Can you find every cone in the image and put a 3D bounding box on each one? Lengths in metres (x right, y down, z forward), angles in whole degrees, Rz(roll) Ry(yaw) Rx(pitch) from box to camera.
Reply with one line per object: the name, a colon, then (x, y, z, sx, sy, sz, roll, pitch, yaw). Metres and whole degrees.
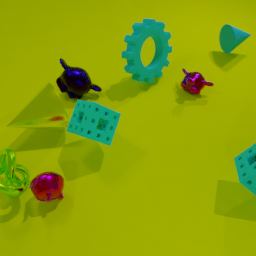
cone: (-2.596, -0.320, 7.642, 1.472, 1.467, 1.467, -26, 56, -23)
cone: (4.025, -3.300, 10.144, 1.013, 1.010, 1.010, -12, 53, -11)

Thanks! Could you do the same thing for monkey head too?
monkey head: (-1.657, -1.569, 8.953, 1.624, 0.978, 1.168, 35, 31, -28)
monkey head: (2.126, -1.536, 9.014, 1.186, 0.853, 0.715, 33, 80, 20)

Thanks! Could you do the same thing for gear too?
gear: (0.648, -2.436, 8.966, 1.946, 1.946, 0.360, -38, 41, -26)

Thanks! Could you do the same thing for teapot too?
teapot: (-1.890, 1.406, 6.533, 0.787, 1.265, 0.619, -26, 54, 10)

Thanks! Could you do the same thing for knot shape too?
knot shape: (-2.761, 1.187, 6.707, 0.584, 1.182, 1.263, -17, 50, -3)

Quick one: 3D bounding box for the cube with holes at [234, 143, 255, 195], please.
cube with holes: (3.154, 0.968, 6.419, 0.899, 0.899, 0.899, 38, 30, -12)

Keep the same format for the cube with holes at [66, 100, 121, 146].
cube with holes: (-0.874, -0.137, 7.118, 0.856, 0.856, 0.856, 13, 82, 51)
